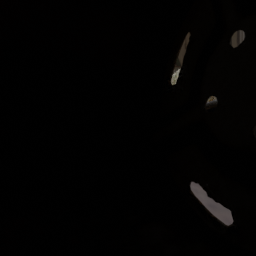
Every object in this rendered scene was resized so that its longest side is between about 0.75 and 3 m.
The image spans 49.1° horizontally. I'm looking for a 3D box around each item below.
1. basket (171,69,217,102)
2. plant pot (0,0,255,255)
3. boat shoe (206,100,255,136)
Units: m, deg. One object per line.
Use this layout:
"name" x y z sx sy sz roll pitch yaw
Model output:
"basket" 1.961 -0.719 6.949 1.506 1.655 2.442 -4 3 1
"plant pot" -0.210 -0.220 0.554 1.570 1.586 1.586 7 0 -28
"boat shoe" 1.048 0.037 2.416 0.593 0.702 1.970 -5 -2 -17
